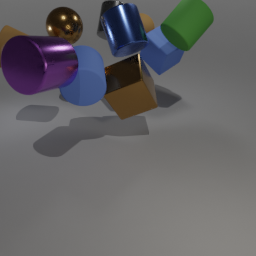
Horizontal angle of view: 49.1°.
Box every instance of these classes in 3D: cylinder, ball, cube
[{"bbox_3d":[-2.234,-1.647,7.235,1.400,1.400,1.400,12,20,21],"label":"cylinder"},{"bbox_3d":[0.602,-4.879,13.739,1.400,1.400,1.400,0,30,0],"label":"ball"},{"bbox_3d":[-2.426,-3.882,10.714,1.400,1.400,1.400,0,30,0],"label":"ball"},{"bbox_3d":[-0.117,-3.476,10.084,1.400,1.400,1.400,-18,-1,0],"label":"cylinder"},{"bbox_3d":[2.145,-3.809,10.261,1.400,1.400,1.400,-49,41,1],"label":"cylinder"},{"bbox_3d":[-0.596,-4.712,12.498,1.400,1.400,1.400,10,2,0],"label":"cylinder"},{"bbox_3d":[-1.425,-1.649,8.832,1.400,1.400,1.400,-4,44,-7],"label":"cylinder"},{"bbox_3d":[1.566,-3.520,12.486,1.400,1.400,1.400,-36,74,-23],"label":"cube"},{"bbox_3d":[-3.713,-2.545,9.583,1.400,1.400,1.400,22,24,-19],"label":"cylinder"},{"bbox_3d":[0.066,-1.387,9.592,1.400,1.400,1.400,-19,48,17],"label":"cube"}]
